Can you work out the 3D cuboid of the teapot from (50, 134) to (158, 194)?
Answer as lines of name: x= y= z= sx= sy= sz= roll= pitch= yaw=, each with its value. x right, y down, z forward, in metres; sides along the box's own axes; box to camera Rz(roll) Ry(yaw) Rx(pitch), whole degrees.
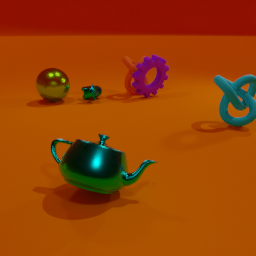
teapot: x=-0.465 y=0.570 z=4.690 sx=1.883 sy=0.922 sz=1.171 roll=15 pitch=-5 yaw=12

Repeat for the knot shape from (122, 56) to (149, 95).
knot shape: x=0.288 y=-2.344 z=11.516 sx=0.784 sy=1.698 sz=1.589 roll=2 pitch=-18 yaw=29

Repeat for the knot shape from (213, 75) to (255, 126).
knot shape: x=3.132 y=-0.781 z=8.002 sx=1.617 sy=1.514 sz=0.747 roll=7 pitch=-16 yaw=-23

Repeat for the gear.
gear: x=0.890 y=-2.021 z=11.008 sx=1.635 sy=1.635 sz=0.302 roll=-14 pitch=37 yaw=-33

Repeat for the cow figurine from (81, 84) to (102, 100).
cow figurine: x=-1.347 y=-1.397 z=10.833 sx=1.075 sy=0.599 sz=1.092 roll=1 pitch=14 yaw=44

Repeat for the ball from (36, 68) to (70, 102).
ball: x=-2.804 y=-1.614 z=10.490 sx=1.255 sy=1.255 sz=1.255 roll=0 pitch=20 yaw=0
